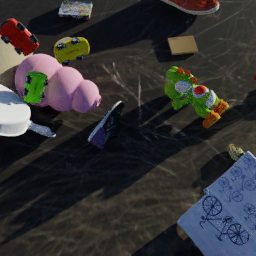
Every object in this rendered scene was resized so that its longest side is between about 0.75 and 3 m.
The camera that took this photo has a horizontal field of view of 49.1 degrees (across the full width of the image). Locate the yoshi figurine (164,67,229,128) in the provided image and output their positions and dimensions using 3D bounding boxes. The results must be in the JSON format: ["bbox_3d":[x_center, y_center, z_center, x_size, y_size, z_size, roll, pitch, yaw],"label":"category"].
[{"bbox_3d":[2.198,-1.095,9.818,2.376,1.336,1.331,44,110,7],"label":"yoshi figurine"}]

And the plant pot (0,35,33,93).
[{"bbox_3d":[-4.564,-1.904,9.702,2.217,2.217,2.367,2,77,1],"label":"plant pot"}]

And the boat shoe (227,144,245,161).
[{"bbox_3d":[3.612,0.942,8.922,0.408,0.352,1.117,-21,63,-11],"label":"boat shoe"}]

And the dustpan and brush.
[{"bbox_3d":[-3.311,-0.322,8.387,2.835,0.811,1.978,18,33,-38],"label":"dustpan and brush"}]

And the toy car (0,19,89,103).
[{"bbox_3d":[-2.577,-1.811,8.082,2.504,2.356,0.558,3,37,-37],"label":"toy car"}]

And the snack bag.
[{"bbox_3d":[3.025,2.563,7.191,2.951,0.316,2.782,-46,65,14],"label":"snack bag"}]

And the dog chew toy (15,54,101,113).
[{"bbox_3d":[-2.292,-1.378,9.488,2.830,1.762,1.762,20,63,4],"label":"dog chew toy"}]

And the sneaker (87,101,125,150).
[{"bbox_3d":[-0.523,-0.062,9.415,0.793,0.686,1.812,36,70,3],"label":"sneaker"}]

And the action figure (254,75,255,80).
[{"bbox_3d":[5.877,-1.857,10.353,2.464,0.637,0.806,-11,67,-11],"label":"action figure"}]

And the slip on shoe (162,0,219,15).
[{"bbox_3d":[2.615,-5.855,12.398,2.956,0.904,1.095,28,63,13],"label":"slip on shoe"}]

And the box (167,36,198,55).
[{"bbox_3d":[2.229,-3.385,11.466,1.082,0.115,0.885,-7,61,-4],"label":"box"}]

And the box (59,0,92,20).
[{"bbox_3d":[-2.313,-5.228,12.409,1.348,0.254,0.921,4,61,2],"label":"box"}]
